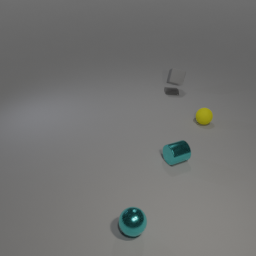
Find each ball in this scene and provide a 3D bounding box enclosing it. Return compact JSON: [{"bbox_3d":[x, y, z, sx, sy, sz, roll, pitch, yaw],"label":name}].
[{"bbox_3d":[3.180,-0.494,11.692,0.700,0.700,0.700,0,30,0],"label":"ball"},{"bbox_3d":[0.120,2.299,6.892,0.700,0.700,0.700,0,30,0],"label":"ball"}]

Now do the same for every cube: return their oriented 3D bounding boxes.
[{"bbox_3d":[2.398,-2.535,13.979,0.700,0.700,0.700,13,4,-5],"label":"cube"}]

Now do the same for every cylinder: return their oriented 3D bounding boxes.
[{"bbox_3d":[1.640,0.825,9.439,0.700,0.700,0.700,-14,33,-23],"label":"cylinder"}]
